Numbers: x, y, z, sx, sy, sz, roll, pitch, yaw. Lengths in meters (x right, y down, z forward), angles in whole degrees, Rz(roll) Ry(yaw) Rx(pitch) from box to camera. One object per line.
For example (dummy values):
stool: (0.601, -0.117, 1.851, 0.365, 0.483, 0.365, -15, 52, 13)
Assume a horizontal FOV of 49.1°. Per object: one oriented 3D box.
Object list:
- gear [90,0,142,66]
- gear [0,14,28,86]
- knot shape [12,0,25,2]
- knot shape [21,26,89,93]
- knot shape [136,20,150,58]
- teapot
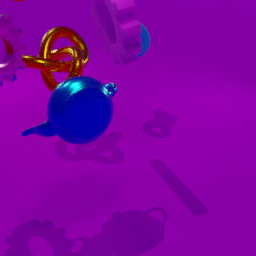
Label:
gear: (-0.313, -2.257, 5.846, 0.347, 1.877, 1.877, -24, 36, -14)
gear: (-2.024, -1.195, 4.185, 0.204, 1.102, 1.102, 10, 31, 31)
knot shape: (-3.288, -4.396, 8.245, 0.648, 1.402, 1.312, 12, 32, -3)
knot shape: (-1.834, -1.927, 7.557, 2.053, 0.949, 1.921, 22, 58, 17)
knot shape: (0.006, -2.987, 8.666, 0.854, 1.730, 1.848, -18, 27, 31)
teapot: (-0.946, -0.307, 4.963, 1.925, 1.197, 0.943, -34, 30, -22)
